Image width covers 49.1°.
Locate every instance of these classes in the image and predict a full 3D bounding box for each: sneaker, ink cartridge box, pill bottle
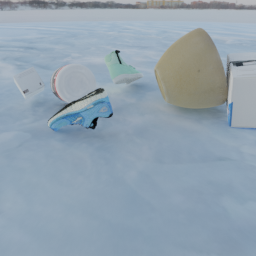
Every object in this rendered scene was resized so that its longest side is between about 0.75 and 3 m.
[{"bbox_3d":[-1.342,-0.265,7.801,2.136,0.961,0.837,-21,19,29],"label":"sneaker"},{"bbox_3d":[3.663,-1.272,8.905,0.958,1.645,2.276,1,31,15],"label":"ink cartridge box"},{"bbox_3d":[-0.144,-2.600,11.784,0.866,1.388,2.352,-25,-2,24],"label":"sneaker"},{"bbox_3d":[-2.042,-1.567,9.950,1.319,1.319,2.383,-10,13,-20],"label":"pill bottle"}]

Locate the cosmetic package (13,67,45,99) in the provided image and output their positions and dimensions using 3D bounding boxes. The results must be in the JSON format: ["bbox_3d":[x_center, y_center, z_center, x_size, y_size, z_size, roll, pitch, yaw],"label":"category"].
[{"bbox_3d":[-3.584,-1.612,10.177,0.798,0.799,0.968,-33,8,-19],"label":"cosmetic package"}]

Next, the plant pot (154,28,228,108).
[{"bbox_3d":[1.932,-1.751,9.527,1.799,2.679,2.679,-21,26,3],"label":"plant pot"}]
